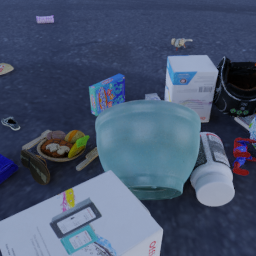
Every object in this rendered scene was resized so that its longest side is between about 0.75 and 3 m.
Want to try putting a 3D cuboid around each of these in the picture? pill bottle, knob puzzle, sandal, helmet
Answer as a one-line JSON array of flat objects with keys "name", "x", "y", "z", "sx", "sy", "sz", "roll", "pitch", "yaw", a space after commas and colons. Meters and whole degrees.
[{"name": "pill bottle", "x": 2.125, "y": 1.049, "z": 7.384, "sx": 1.052, "sy": 1.052, "sz": 1.847, "roll": 2, "pitch": 37, "yaw": 3}, {"name": "knob puzzle", "x": -5.990, "y": -2.695, "z": 13.085, "sx": 1.382, "sy": 0.192, "sz": 1.382, "roll": 0, "pitch": 37, "yaw": 0}, {"name": "sandal", "x": -2.571, "y": 1.045, "z": 7.924, "sx": 0.411, "sy": 0.615, "sz": 1.505, "roll": -6, "pitch": 24, "yaw": -45}, {"name": "helmet", "x": 3.843, "y": -1.426, "z": 9.610, "sx": 2.158, "sy": 2.058, "sz": 2.158, "roll": -2, "pitch": 78, "yaw": 10}]

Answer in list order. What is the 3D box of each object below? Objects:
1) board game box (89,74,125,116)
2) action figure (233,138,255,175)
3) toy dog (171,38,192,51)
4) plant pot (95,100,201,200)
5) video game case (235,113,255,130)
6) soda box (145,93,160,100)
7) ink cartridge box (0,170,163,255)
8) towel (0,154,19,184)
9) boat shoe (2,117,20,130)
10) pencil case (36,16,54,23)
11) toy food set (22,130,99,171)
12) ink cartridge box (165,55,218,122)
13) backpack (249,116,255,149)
[{"name": "board game box", "x": -0.736, "y": -1.240, "z": 10.380, "sx": 1.477, "sy": 1.123, "sz": 0.332, "roll": -32, "pitch": 47, "yaw": -34}, {"name": "action figure", "x": 3.419, "y": 0.725, "z": 7.705, "sx": 1.065, "sy": 0.702, "sz": 2.152, "roll": 5, "pitch": 11, "yaw": 18}, {"name": "toy dog", "x": 2.870, "y": -4.599, "z": 15.440, "sx": 1.300, "sy": 0.626, "sz": 0.858, "roll": -15, "pitch": 30, "yaw": -39}, {"name": "plant pot", "x": 0.474, "y": 0.748, "z": 6.839, "sx": 2.673, "sy": 2.673, "sz": 1.791, "roll": 1, "pitch": 65, "yaw": 2}, {"name": "video game case", "x": 4.920, "y": -0.243, "z": 9.841, "sx": 1.863, "sy": 0.163, "sz": 1.332, "roll": -16, "pitch": 40, "yaw": -19}, {"name": "soda box", "x": 1.033, "y": -0.704, "z": 10.187, "sx": 0.457, "sy": 0.492, "sz": 1.441, "roll": -8, "pitch": 37, "yaw": -11}, {"name": "ink cartridge box", "x": -0.831, "y": 2.303, "z": 5.141, "sx": 2.361, "sy": 1.732, "sz": 1.724, "roll": -22, "pitch": 42, "yaw": -27}, {"name": "towel", "x": -3.932, "y": 1.259, "z": 7.669, "sx": 1.108, "sy": 0.372, "sz": 1.500, "roll": 23, "pitch": 42, "yaw": 26}, {"name": "boat shoe", "x": -4.091, "y": -0.208, "z": 9.701, "sx": 0.900, "sy": 0.278, "sz": 0.337, "roll": 29, "pitch": 46, "yaw": 33}, {"name": "pencil case", "x": -5.644, "y": -7.424, "z": 19.103, "sx": 1.165, "sy": 0.498, "sz": 0.489, "roll": -6, "pitch": -1, "yaw": -7}, {"name": "toy food set", "x": -1.990, "y": 0.464, "z": 8.508, "sx": 2.225, "sy": 0.447, "sz": 1.536, "roll": 15, "pitch": 30, "yaw": 20}, {"name": "ink cartridge box", "x": 2.110, "y": -1.354, "z": 9.820, "sx": 1.436, "sy": 1.958, "sz": 1.430, "roll": -1, "pitch": 36, "yaw": -1}, {"name": "backpack", "x": 4.892, "y": 0.046, "z": 8.288, "sx": 2.467, "sy": 1.896, "sz": 2.012, "roll": 9, "pitch": 42, "yaw": -25}]
